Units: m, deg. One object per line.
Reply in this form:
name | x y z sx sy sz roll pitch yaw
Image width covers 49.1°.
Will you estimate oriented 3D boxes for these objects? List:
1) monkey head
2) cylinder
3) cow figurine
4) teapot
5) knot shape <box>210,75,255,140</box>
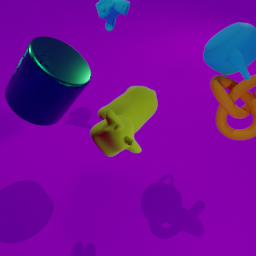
monkey head | -0.334 -3.355 7.672 1.012 1.407 0.848 24 20 15
cylinder | -1.539 -0.877 5.397 1.236 1.236 1.236 28 39 -25
cow figurine | 0.006 -0.156 4.056 1.276 0.701 1.256 -41 15 -15
teapot | 2.007 -1.415 5.316 1.040 0.819 1.673 -32 22 26
knot shape | 2.197 -0.531 5.332 1.241 1.326 0.613 -31 11 -15
